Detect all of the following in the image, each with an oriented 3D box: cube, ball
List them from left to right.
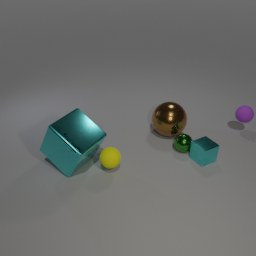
[{"bbox_3d":[-1.835,0.478,9.361,1.400,1.400,1.400,42,43,7],"label":"cube"},{"bbox_3d":[-0.582,0.977,9.231,0.700,0.700,0.700,0,32,0],"label":"ball"},{"bbox_3d":[1.646,-0.350,11.160,1.400,1.400,1.400,0,32,0],"label":"ball"},{"bbox_3d":[2.056,0.550,10.369,0.700,0.700,0.700,0,32,0],"label":"ball"},{"bbox_3d":[2.691,0.818,9.934,0.700,0.700,0.700,-17,36,-25],"label":"cube"},{"bbox_3d":[4.698,-0.561,11.283,0.700,0.700,0.700,0,32,0],"label":"ball"}]
